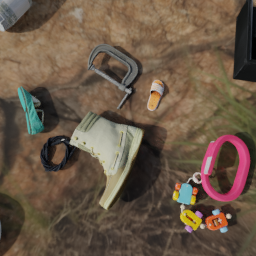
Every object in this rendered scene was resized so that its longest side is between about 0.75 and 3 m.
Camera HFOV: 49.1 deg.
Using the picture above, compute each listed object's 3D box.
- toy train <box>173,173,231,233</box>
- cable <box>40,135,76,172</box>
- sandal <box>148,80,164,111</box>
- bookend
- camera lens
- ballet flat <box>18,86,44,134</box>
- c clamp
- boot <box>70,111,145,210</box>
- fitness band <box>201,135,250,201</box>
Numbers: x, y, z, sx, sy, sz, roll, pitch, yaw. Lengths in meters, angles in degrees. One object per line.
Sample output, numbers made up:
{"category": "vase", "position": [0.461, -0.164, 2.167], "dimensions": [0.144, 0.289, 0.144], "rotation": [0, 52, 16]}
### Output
{"category": "toy train", "position": [2.349, 2.587, 9.287], "dimensions": [1.529, 0.566, 2.036], "rotation": [-23, 78, -8]}
{"category": "cable", "position": [-2.574, 0.909, 9.877], "dimensions": [1.098, 0.342, 1.345], "rotation": [31, 76, 9]}
{"category": "sandal", "position": [1.060, -1.269, 10.520], "dimensions": [0.486, 0.364, 1.269], "rotation": [14, 74, 4]}
{"category": "bookend", "position": [5.681, -3.193, 10.599], "dimensions": [2.896, 1.334, 2.877], "rotation": [9, 73, 2]}
{"category": "camera lens", "position": [-4.835, -4.939, 11.068], "dimensions": [1.429, 1.429, 1.787], "rotation": [33, 76, 9]}
{"category": "ballet flat", "position": [-3.497, -0.668, 10.284], "dimensions": [0.674, 0.645, 1.916], "rotation": [-12, 72, -29]}
{"category": "c clamp", "position": [-0.633, -2.128, 10.668], "dimensions": [2.255, 0.305, 1.926], "rotation": [38, 77, 2]}
{"category": "boot", "position": [-0.944, 1.002, 9.473], "dimensions": [2.293, 1.069, 2.965], "rotation": [21, 69, 5]}
{"category": "fitness band", "position": [3.303, 1.329, 9.442], "dimensions": [1.623, 0.423, 2.261], "rotation": [30, 71, -16]}
